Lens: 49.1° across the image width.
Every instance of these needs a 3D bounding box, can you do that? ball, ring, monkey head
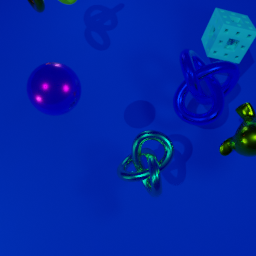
[{"bbox_3d":[-1.246,-0.657,4.754,0.903,0.903,0.903,0,71,0],"label":"ball"},{"bbox_3d":[-2.298,-3.242,6.498,0.229,1.143,1.143,-34,74,-12],"label":"ring"},{"bbox_3d":[2.529,0.043,5.819,0.886,1.470,1.058,-28,84,-40],"label":"monkey head"}]

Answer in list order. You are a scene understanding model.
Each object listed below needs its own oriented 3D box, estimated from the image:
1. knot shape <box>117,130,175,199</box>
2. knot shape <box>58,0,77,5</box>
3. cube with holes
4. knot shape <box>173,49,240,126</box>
[{"bbox_3d":[0.327,0.813,6.305,1.368,0.675,1.462,-9,72,44],"label":"knot shape"},{"bbox_3d":[-1.815,-3.965,7.438,1.471,1.376,0.680,-21,39,5],"label":"knot shape"},{"bbox_3d":[2.605,-2.407,7.327,0.913,0.913,0.913,10,46,-9],"label":"cube with holes"},{"bbox_3d":[1.791,-1.148,6.851,1.880,0.869,1.760,-42,108,-15],"label":"knot shape"}]
